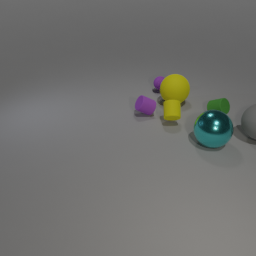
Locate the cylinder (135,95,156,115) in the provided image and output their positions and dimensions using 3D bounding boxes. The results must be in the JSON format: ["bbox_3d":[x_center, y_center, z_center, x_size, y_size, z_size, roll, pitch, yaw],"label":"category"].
[{"bbox_3d":[0.773,-1.004,12.362,0.700,0.700,0.700,19,22,-26],"label":"cylinder"}]

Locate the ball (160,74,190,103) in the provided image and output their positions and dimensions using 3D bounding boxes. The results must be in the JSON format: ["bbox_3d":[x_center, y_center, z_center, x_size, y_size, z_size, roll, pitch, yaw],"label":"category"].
[{"bbox_3d":[2.209,-1.831,13.212,1.400,1.400,1.400,0,31,0],"label":"ball"}]

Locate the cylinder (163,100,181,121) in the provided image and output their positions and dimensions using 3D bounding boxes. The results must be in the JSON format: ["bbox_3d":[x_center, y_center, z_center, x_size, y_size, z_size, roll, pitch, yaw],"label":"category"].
[{"bbox_3d":[1.826,-0.730,11.606,0.700,0.700,0.700,1,75,1],"label":"cylinder"}]

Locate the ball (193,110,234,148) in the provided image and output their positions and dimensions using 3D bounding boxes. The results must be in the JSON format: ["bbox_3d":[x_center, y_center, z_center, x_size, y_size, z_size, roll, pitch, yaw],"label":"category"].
[{"bbox_3d":[3.112,0.032,10.240,1.400,1.400,1.400,0,31,0],"label":"ball"}]

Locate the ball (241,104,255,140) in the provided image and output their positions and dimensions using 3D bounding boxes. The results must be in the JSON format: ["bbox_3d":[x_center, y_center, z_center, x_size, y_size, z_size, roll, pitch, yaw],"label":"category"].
[{"bbox_3d":[4.993,-0.235,10.511,1.400,1.400,1.400,0,31,0],"label":"ball"}]

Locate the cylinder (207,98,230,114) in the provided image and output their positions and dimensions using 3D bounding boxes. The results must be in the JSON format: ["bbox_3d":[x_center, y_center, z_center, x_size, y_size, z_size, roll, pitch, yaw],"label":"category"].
[{"bbox_3d":[3.916,-0.905,12.136,0.700,0.700,0.700,-24,10,-35],"label":"cylinder"}]

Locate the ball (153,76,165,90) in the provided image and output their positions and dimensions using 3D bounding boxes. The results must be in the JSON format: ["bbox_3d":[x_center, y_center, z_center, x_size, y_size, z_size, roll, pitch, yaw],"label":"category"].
[{"bbox_3d":[1.677,-2.341,14.577,0.700,0.700,0.700,0,31,0],"label":"ball"}]
